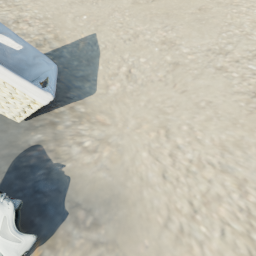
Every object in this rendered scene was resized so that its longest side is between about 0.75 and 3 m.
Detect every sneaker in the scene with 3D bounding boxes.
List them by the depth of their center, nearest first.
[{"bbox_3d":[-2.890,1.701,5.972,1.095,0.917,2.475,-38,83,-21],"label":"sneaker"}]

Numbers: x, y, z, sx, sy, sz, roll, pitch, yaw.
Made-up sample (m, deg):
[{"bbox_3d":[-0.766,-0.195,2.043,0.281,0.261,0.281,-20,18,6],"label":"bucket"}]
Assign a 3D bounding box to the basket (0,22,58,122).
[{"bbox_3d":[-3.482,-1.548,7.748,1.594,2.583,1.751,-36,41,26],"label":"basket"}]
